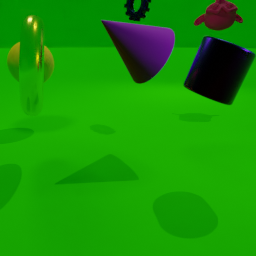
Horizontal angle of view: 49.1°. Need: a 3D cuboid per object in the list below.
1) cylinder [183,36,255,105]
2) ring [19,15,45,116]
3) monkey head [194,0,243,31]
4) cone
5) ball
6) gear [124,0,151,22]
[{"bbox_3d":[1.565,-0.993,4.878,0.927,0.927,0.927,19,17,-6],"label":"cylinder"},{"bbox_3d":[-1.912,-1.224,5.654,0.396,1.979,1.979,2,17,-16],"label":"ring"},{"bbox_3d":[3.476,-4.428,10.651,1.863,1.340,1.122,-1,-19,7],"label":"monkey head"},{"bbox_3d":[0.005,-1.966,6.214,1.460,1.455,1.455,27,3,-30],"label":"cone"},{"bbox_3d":[-2.935,-1.957,8.488,1.347,1.347,1.347,0,18,0],"label":"ball"},{"bbox_3d":[0.305,-4.122,9.263,0.205,1.107,1.107,-9,19,-40],"label":"gear"}]
